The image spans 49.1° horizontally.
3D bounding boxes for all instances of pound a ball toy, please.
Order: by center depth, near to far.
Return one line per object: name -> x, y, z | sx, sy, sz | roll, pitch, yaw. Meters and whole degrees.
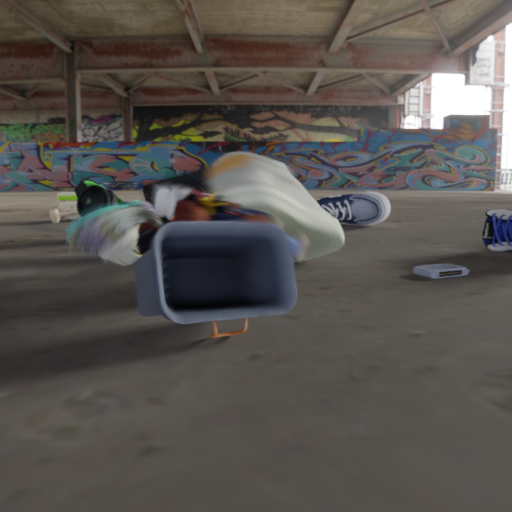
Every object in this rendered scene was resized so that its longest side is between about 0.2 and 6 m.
pound a ball toy -> -5.482, -1.371, 17.523 | 1.903, 0.809, 1.241 | -3, 35, -22

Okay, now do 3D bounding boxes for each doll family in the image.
doll family -> -0.595, -0.185, 6.462 | 1.472, 0.999, 2.546 | 22, -34, -30

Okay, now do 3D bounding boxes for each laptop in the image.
laptop -> -0.853, -1.097, 10.244 | 2.554, 1.488, 2.882 | -16, 52, -4

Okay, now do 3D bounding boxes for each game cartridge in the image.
game cartridge -> 2.727, 0.222, 8.348 | 0.718, 0.145, 0.479 | -4, 13, -24

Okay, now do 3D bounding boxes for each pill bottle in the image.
pill bottle -> -1.070, -0.758, 8.470 | 0.865, 0.494, 0.494 | 8, 6, -15

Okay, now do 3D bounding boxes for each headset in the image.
headset -> -3.095, -1.066, 12.425 | 1.513, 1.151, 2.450 | 33, 12, -44

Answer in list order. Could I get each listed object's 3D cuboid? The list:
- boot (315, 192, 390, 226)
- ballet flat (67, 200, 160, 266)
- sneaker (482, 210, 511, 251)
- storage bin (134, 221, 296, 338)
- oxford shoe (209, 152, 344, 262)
boot -> 2.430, -1.239, 16.023 | 1.231, 0.992, 2.726 | -18, 12, -35
ballet flat -> -1.842, -0.311, 7.924 | 0.872, 0.872, 2.424 | 1, 10, 4
sneaker -> 4.923, -0.406, 10.285 | 1.384, 0.968, 2.397 | -1, 1, 18
storage bin -> -0.460, 0.275, 5.372 | 1.406, 1.023, 0.944 | -2, -10, -32
oxford shoe -> 0.398, -0.625, 8.214 | 1.285, 0.987, 3.419 | -22, -22, 22
